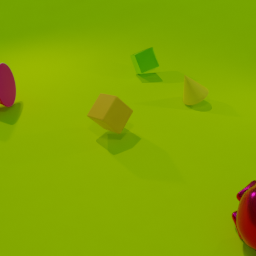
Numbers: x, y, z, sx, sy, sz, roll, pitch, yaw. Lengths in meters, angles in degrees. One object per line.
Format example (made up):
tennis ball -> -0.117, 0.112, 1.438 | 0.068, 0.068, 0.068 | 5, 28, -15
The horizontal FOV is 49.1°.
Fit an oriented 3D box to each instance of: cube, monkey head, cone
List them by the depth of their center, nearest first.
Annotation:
monkey head -> 2.608, 1.611, 4.986 | 1.366, 1.899, 1.144 | 15, -4, -4
cube -> -0.490, -0.403, 7.707 | 0.768, 0.768, 0.768 | 17, 73, 48
cone -> -4.534, -1.309, 8.907 | 1.392, 1.387, 1.387 | -4, 35, 1
cone -> 2.045, -1.386, 9.195 | 0.910, 0.913, 0.910 | -25, 33, 18
cube -> 0.651, -2.649, 11.076 | 0.801, 0.801, 0.801 | -23, 14, -6
